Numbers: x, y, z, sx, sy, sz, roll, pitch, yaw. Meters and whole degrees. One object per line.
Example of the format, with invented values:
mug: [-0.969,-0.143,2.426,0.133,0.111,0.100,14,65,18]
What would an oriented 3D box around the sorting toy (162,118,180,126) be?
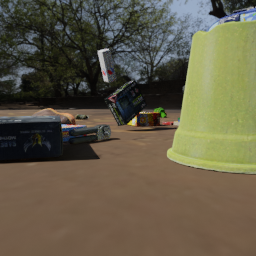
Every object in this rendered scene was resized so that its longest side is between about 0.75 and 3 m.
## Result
sorting toy: [2.688,-0.334,10.751,1.438,0.504,2.982,-3,5,-33]

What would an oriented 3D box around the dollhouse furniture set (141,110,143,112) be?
dollhouse furniture set: [0.151,-0.938,14.936,1.236,1.007,1.175,-4,6,-40]

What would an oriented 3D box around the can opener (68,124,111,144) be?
can opener: [-0.830,0.137,6.190,0.412,0.326,1.240,3,8,36]

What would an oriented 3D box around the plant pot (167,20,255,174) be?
plant pot: [1.617,-0.471,4.138,2.029,1.866,2.029,1,5,0]

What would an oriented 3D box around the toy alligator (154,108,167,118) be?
toy alligator: [1.952,-1.021,18.369,0.663,0.607,2.236,-2,5,-18]

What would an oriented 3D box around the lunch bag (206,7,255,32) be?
lunch bag: [2.549,-0.924,5.241,2.062,2.565,1.057,4,5,39]

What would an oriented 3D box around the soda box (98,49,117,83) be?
soda box: [-0.679,-2.036,9.172,0.328,1.031,0.351,-24,28,-24]

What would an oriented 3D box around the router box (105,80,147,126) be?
router box: [-0.034,-0.797,8.800,0.399,0.962,1.284,-7,28,43]

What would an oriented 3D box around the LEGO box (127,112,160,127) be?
LEGO box: [0.528,-0.362,10.973,0.983,0.510,1.321,-2,5,-21]

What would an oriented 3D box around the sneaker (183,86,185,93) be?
sneaker: [2.139,-1.476,8.471,1.664,0.704,0.620,-29,-18,-33]

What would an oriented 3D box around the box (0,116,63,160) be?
box: [-2.256,0.126,4.594,2.307,0.589,1.819,-2,6,-15]

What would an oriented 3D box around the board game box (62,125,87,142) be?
board game box: [-1.709,0.109,6.501,1.078,0.308,1.100,2,5,30]

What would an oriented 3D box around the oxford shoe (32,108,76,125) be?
oxford shoe: [-2.518,-0.234,8.690,1.912,0.682,0.697,4,11,37]

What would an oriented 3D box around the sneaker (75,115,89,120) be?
sneaker: [-2.479,-0.603,15.273,0.371,0.277,0.827,-3,-1,32]
